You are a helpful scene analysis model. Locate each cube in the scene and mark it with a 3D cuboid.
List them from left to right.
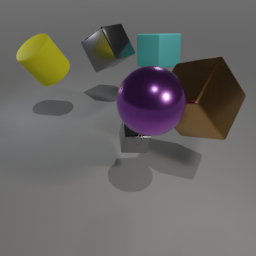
[{"bbox_3d":[-0.834,-3.414,11.968,1.400,1.400,1.400,-20,10,41],"label":"cube"},{"bbox_3d":[0.178,0.190,7.495,0.700,0.700,0.700,2,49,-11],"label":"cube"},{"bbox_3d":[1.375,-3.480,12.546,1.400,1.400,1.400,-16,24,-38],"label":"cube"},{"bbox_3d":[1.762,-0.701,6.917,1.400,1.400,1.400,5,58,53],"label":"cube"}]

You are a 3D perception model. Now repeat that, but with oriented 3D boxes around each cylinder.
[{"bbox_3d":[-3.144,-2.523,10.478,1.400,1.400,1.400,-16,50,20],"label":"cylinder"}]

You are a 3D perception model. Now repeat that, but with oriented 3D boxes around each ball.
[{"bbox_3d":[0.465,-0.536,5.634,1.400,1.400,1.400,0,30,0],"label":"ball"}]
